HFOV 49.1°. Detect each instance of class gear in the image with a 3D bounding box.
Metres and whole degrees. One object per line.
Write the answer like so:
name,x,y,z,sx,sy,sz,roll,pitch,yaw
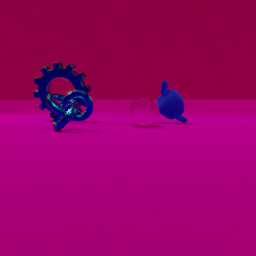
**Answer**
gear,-2.344,-1.303,10.016,2.023,2.023,0.374,1,17,8

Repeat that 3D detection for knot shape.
knot shape,-1.462,-0.524,7.196,1.153,1.233,0.570,-15,-34,-2

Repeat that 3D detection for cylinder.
cylinder,0.465,-0.463,8.203,0.805,0.805,0.805,0,6,-2

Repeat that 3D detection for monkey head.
monkey head,1.259,-0.712,9.093,1.100,1.529,0.921,-24,-6,-29
